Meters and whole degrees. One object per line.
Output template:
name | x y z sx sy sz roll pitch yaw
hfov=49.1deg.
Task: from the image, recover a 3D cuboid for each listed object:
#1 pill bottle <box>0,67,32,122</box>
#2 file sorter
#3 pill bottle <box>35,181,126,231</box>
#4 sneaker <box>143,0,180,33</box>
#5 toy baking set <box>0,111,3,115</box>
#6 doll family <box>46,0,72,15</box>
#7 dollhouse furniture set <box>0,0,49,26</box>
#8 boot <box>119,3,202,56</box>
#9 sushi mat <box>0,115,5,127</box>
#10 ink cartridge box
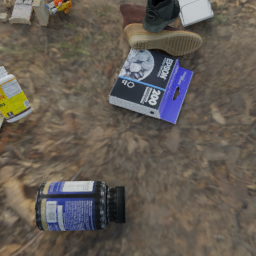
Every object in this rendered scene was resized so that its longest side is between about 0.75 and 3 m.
pill bottle | -3.330 -0.931 7.755 0.781 0.781 1.429 -29 109 -12
file sorter | 2.167 -4.508 9.597 1.058 0.949 1.525 -16 65 15
pill bottle | -1.079 1.869 6.778 2.056 1.150 1.150 -1 66 0
sneaker | 1.135 -3.790 8.435 0.784 1.175 2.051 28 48 16
toy baking set | -4.120 -0.814 8.421 1.389 0.162 1.066 23 61 2
doll family | -2.466 -4.491 10.033 0.888 0.645 1.431 -24 50 -3
dollhouse furniture set | -3.838 -4.289 9.693 2.031 0.899 1.053 3 66 2
boot | 1.052 -3.437 9.323 2.537 0.918 2.110 -2 56 -13
sushi mat | -4.404 0.229 8.071 1.236 0.156 2.583 11 66 4
ink cartridge box | 0.770 -1.385 8.599 2.127 0.462 2.107 19 65 8
